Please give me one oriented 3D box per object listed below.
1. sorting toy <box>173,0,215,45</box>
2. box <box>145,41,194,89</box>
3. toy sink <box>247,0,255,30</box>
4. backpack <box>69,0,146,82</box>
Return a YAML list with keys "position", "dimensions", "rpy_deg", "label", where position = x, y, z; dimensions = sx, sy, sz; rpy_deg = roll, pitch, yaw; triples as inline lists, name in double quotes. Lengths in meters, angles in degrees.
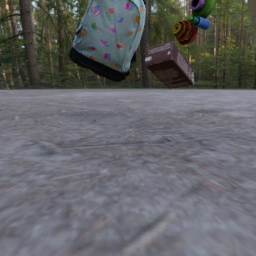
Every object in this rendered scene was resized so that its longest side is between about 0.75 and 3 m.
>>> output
- position: [2.227, -3.870, 9.827]
  dimensions: [0.808, 1.968, 1.183]
  rpy_deg: [6, 32, -34]
  label: "sorting toy"
- position: [1.474, -2.094, 9.668]
  dimensions: [0.985, 0.737, 1.968]
  rpy_deg: [-7, -19, 31]
  label: "box"
- position: [3.527, -2.607, 5.188]
  dimensions: [1.853, 2.843, 1.593]
  rpy_deg: [-29, 23, -1]
  label: "toy sink"
- position: [-0.518, -3.248, 9.452]
  dimensions: [2.479, 2.970, 1.880]
  rpy_deg: [22, 28, -10]
  label: "backpack"
